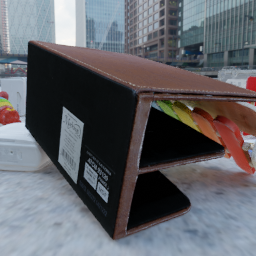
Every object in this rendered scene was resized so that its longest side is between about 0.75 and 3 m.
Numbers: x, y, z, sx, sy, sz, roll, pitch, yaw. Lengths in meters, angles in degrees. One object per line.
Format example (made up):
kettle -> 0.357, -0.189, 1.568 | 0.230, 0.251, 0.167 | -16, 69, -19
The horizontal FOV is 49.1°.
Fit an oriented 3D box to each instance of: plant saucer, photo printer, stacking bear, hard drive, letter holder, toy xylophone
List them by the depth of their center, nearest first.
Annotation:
letter holder -> -0.006, -0.210, 3.936 | 2.041, 1.444, 2.871 | -5, 24, -35
toy xylophone -> 1.263, -0.036, 4.516 | 1.853, 0.636, 2.530 | 42, -7, -40
photo printer -> -1.905, 0.275, 5.192 | 1.362, 0.569, 1.638 | 3, 11, 6
stacking bear -> -3.646, -0.473, 8.158 | 1.392, 0.792, 0.845 | 33, 21, 34
plant saucer -> 3.563, -0.406, 8.731 | 2.742, 0.485, 2.742 | 0, 16, 0
hard drive -> 4.414, -1.342, 10.705 | 0.484, 1.788, 2.559 | -7, 13, -19

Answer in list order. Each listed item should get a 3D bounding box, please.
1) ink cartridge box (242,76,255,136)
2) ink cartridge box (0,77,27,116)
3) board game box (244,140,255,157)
ink cartridge box -> 4.184, -0.531, 6.914 | 2.655, 1.542, 0.893 | -4, 11, -22
ink cartridge box -> -4.540, -1.321, 11.430 | 0.845, 1.472, 2.027 | -2, 11, -13
board game box -> 2.532, 0.421, 5.505 | 0.892, 0.184, 0.890 | -3, 11, -15
